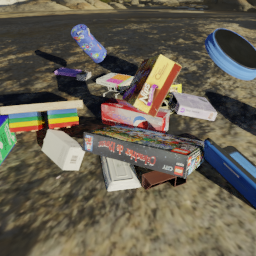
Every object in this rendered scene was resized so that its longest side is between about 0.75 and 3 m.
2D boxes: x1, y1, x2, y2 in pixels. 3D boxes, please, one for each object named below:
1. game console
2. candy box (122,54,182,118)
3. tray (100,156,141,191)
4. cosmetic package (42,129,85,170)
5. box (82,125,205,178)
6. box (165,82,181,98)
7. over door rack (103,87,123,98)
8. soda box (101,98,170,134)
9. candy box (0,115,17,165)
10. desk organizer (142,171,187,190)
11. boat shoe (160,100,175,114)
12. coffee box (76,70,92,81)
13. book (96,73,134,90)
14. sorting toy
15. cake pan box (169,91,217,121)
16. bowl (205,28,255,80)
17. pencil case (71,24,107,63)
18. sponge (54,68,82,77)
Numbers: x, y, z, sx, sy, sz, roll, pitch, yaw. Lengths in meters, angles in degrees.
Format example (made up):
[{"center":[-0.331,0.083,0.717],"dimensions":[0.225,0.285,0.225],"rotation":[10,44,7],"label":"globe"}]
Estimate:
[{"center":[2.890,0.941,6.874],"dimensions":[1.104,1.593,1.866],"rotation":[-36,56,-9],"label":"game console"},{"center":[0.528,-1.139,7.442],"dimensions":[0.651,1.345,2.305],"rotation":[27,6,-13],"label":"candy box"},{"center":[-0.253,1.113,7.871],"dimensions":[0.904,0.187,1.683],"rotation":[-5,29,-10],"label":"tray"},{"center":[-1.888,0.614,8.089],"dimensions":[0.566,0.717,1.333],"rotation":[9,16,-45],"label":"cosmetic package"},{"center":[0.521,0.510,7.761],"dimensions":[2.936,0.553,2.006],"rotation":[12,11,27],"label":"box"},{"center":[1.170,-1.611,12.306],"dimensions":[2.227,0.558,0.838],"rotation":[-9,17,-15],"label":"box"},{"center":[-0.666,-1.685,12.856],"dimensions":[0.655,0.295,0.887],"rotation":[8,30,16],"label":"over door rack"},{"center":[0.238,-0.397,9.945],"dimensions":[2.368,0.829,0.751],"rotation":[14,32,23],"label":"soda box"},{"center":[-4.782,0.685,7.718],"dimensions":[2.355,1.073,2.785],"rotation":[-1,30,1],"label":"candy box"},{"center":[0.962,1.325,7.259],"dimensions":[1.130,0.405,0.435],"rotation":[-13,33,-23],"label":"desk organizer"},{"center":[1.442,-0.834,11.037],"dimensions":[0.589,0.539,1.577],"rotation":[17,33,30],"label":"boat shoe"},{"center":[-2.316,-2.775,14.801],"dimensions":[0.459,0.324,0.812],"rotation":[10,30,18],"label":"coffee box"},{"center":[-0.585,-2.345,13.983],"dimensions":[1.708,0.410,1.141],"rotation":[20,37,33],"label":"book"},{"center":[-2.622,-0.365,9.176],"dimensions":[2.327,0.815,2.342],"rotation":[-6,3,-9],"label":"sorting toy"},{"center":[2.482,-0.889,10.944],"dimensions":[1.602,0.419,1.476],"rotation":[9,26,-11],"label":"cake pan box"},{"center":[3.385,-2.390,8.883],"dimensions":[2.005,0.394,2.005],"rotation":[14,51,-18],"label":"bowl"},{"center":[-1.516,-3.372,11.192],"dimensions":[0.748,1.722,0.672],"rotation":[-13,56,26],"label":"pencil case"},{"center":[-3.291,-3.088,15.499],"dimensions":[1.342,0.200,0.749],"rotation":[10,30,18],"label":"sponge"}]
